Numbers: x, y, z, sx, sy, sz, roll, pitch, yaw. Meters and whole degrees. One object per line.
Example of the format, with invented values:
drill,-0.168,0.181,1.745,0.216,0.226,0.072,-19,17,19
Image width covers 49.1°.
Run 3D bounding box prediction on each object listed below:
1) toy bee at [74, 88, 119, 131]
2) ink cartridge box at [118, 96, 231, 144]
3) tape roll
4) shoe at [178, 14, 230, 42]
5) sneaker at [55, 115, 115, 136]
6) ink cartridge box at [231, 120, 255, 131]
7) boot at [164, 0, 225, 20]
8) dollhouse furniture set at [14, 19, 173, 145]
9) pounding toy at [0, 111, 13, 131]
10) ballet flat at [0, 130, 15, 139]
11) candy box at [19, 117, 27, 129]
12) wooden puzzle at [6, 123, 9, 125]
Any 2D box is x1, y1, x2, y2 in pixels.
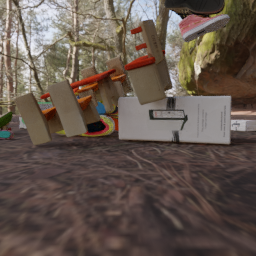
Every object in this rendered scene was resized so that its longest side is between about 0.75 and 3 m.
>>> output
toy bee,-1.262,-0.751,9.116,1.752,1.454,2.676,-38,-41,21
ink cartridge box,1.198,-0.234,6.830,2.466,1.039,1.800,1,4,20
tape roll,-2.695,-0.445,10.166,2.174,0.523,2.174,8,17,-2
shoe,2.196,-3.111,8.221,1.402,0.638,0.501,-21,-20,17
sneaker,-1.331,-0.128,7.720,1.933,0.755,0.873,0,6,-2
ink cartridge box,4.017,-0.092,9.981,0.643,0.374,0.883,-2,6,-32
boot,2.344,-3.684,8.967,2.072,0.758,1.560,21,1,41
dollhouse furniture set,-0.628,-1.145,6.335,2.962,1.543,2.995,-13,17,24
pounding toy,-3.960,-0.002,8.568,1.187,0.551,0.916,-29,15,2
ballet flat,-3.276,0.165,7.057,0.862,0.298,0.307,5,-14,5
candy box,-3.487,-0.222,11.214,1.309,0.468,1.098,1,4,4
wooden puzzle,-6.735,-0.303,13.594,1.431,0.331,1.326,3,5,36
